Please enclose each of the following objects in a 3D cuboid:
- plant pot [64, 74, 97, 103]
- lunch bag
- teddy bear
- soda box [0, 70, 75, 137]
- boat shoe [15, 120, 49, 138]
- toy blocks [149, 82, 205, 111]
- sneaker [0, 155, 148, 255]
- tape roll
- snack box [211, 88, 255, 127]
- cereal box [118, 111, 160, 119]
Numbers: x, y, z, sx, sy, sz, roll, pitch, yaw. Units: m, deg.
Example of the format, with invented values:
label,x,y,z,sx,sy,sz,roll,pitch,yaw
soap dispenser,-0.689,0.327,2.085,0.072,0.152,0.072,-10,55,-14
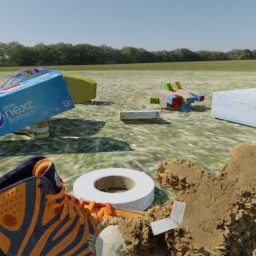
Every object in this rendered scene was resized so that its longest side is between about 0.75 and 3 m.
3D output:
label,x,y,z,sx,sy,sz,roll,pitch,yaw
plant pot,-2.160,-1.781,13.024,1.301,1.263,1.271,9,15,9
lunch bag,-2.942,-1.032,8.670,1.770,0.835,2.209,-39,-5,17
teddy bear,0.620,0.910,2.483,1.404,0.646,1.936,28,55,36
soda box,-2.686,-0.495,6.681,2.616,0.887,0.839,-23,26,-12
boat shoe,-2.735,-0.160,7.591,1.582,0.541,0.591,12,18,30
toy blocks,2.106,-1.173,11.362,2.036,1.018,1.392,-12,29,-33
sneaker,-0.505,0.823,2.707,1.921,1.076,0.745,-4,14,-15
tape roll,-0.207,0.911,4.135,1.200,0.219,1.200,0,15,0
snack box,4.603,-0.723,9.199,2.801,0.948,2.362,-10,18,-30
cereal box,0.335,-0.436,9.207,1.293,0.256,0.930,-1,3,-4
